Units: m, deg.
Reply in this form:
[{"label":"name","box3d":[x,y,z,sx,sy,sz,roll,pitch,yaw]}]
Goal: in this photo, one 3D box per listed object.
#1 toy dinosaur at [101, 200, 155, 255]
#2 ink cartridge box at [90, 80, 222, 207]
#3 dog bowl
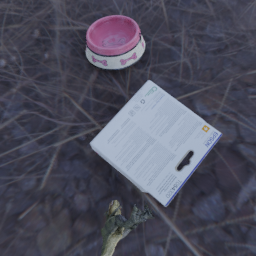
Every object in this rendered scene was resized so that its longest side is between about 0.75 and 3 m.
[{"label":"toy dinosaur","box3d":[-0.144,2.105,5.985,1.273,2.889,0.686,-33,89,7]},{"label":"ink cartridge box","box3d":[0.761,0.359,7.756,2.621,0.568,2.573,39,75,12]},{"label":"dog bowl","box3d":[-0.465,-2.901,9.274,2.063,0.760,2.063,-3,58,5]}]
